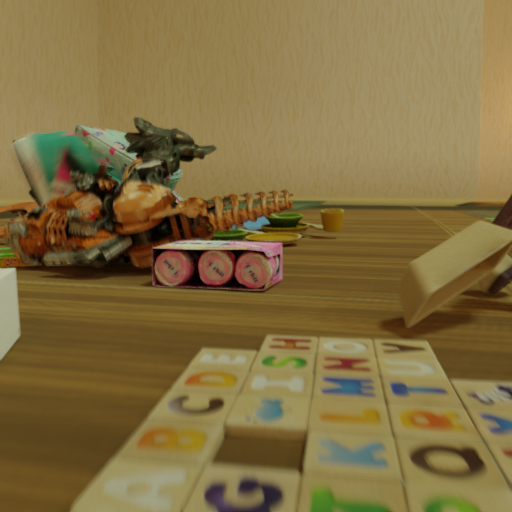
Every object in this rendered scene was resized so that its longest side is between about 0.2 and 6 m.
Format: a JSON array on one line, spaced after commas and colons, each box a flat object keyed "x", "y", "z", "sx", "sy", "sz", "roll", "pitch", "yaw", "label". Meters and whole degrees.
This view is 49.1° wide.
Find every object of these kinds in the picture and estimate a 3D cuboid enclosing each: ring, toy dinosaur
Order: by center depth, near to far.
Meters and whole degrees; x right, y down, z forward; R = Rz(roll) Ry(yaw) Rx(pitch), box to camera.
[{"x": -1.786, "y": -0.594, "z": 9.412, "sx": 4.590, "sy": 2.345, "sz": 3.115, "roll": 15, "pitch": 32, "yaw": 4, "label": "toy dinosaur"}, {"x": -6.252, "y": -0.771, "z": 13.638, "sx": 2.197, "sy": 0.211, "sz": 2.197, "roll": -10, "pitch": 28, "yaw": 5, "label": "ring"}]

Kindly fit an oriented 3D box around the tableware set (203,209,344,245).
[{"x": 0.290, "y": -0.758, "z": 13.600, "sx": 4.130, "sy": 0.634, "sz": 2.782, "roll": -7, "pitch": 11, "yaw": -29, "label": "tableware set"}]

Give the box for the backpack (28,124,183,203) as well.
[{"x": -3.023, "y": -1.452, "z": 12.469, "sx": 2.768, "sy": 2.348, "sz": 3.118, "roll": 32, "pitch": 7, "yaw": 7, "label": "backpack"}]

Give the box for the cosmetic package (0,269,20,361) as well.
[{"x": -2.600, "y": 0.510, "z": 4.472, "sx": 1.124, "sy": 0.691, "sz": 1.120, "roll": 0, "pitch": 8, "yaw": -12, "label": "cosmetic package"}]

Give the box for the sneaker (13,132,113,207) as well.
[{"x": -3.319, "y": -1.246, "z": 10.386, "sx": 1.478, "sy": 2.448, "sz": 1.024, "roll": -26, "pitch": 41, "yaw": -21, "label": "sneaker"}]

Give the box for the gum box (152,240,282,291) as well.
[{"x": -0.473, "y": 0.117, "z": 7.859, "sx": 1.709, "sy": 0.565, "sz": 0.970, "roll": 1, "pitch": 8, "yaw": 16, "label": "gum box"}]

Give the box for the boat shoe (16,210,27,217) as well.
[{"x": -5.084, "y": -0.808, "z": 13.924, "sx": 2.666, "sy": 0.836, "sz": 0.969, "roll": 5, "pitch": 9, "yaw": 32, "label": "boat shoe"}]

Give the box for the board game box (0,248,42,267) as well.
[{"x": -4.348, "y": 0.001, "z": 10.174, "sx": 0.734, "sy": 0.230, "sz": 1.536, "roll": -2, "pitch": 11, "yaw": -25, "label": "board game box"}]

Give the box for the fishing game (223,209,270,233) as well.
[{"x": -0.033, "y": -0.895, "z": 16.142, "sx": 2.892, "sy": 0.450, "sz": 2.071, "roll": 14, "pitch": 19, "yaw": 31, "label": "fishing game"}]

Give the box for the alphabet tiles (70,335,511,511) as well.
[{"x": 0.578, "y": 0.930, "z": 3.511, "sx": 2.341, "sy": 0.106, "sz": 2.801, "roll": 1, "pitch": 8, "yaw": 8, "label": "alphabet tiles"}]

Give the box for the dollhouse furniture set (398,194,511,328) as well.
[{"x": 2.688, "y": 0.594, "z": 5.862, "sx": 2.401, "sy": 1.902, "sz": 1.704, "roll": -28, "pitch": 62, "yaw": -23, "label": "dollhouse furniture set"}]
